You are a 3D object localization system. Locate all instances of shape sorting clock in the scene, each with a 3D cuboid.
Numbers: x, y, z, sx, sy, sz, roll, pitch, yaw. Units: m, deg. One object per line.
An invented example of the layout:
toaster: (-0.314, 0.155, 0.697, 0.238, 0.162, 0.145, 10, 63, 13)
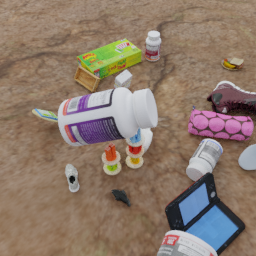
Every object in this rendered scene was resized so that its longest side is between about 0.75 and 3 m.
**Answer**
shape sorting clock: (-3.204, -0.465, 11.030, 1.153, 0.226, 1.153, 20, 12, -4)

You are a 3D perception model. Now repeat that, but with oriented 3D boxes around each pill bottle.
pill bottle: (1.133, 4.032, 6.869, 1.459, 1.459, 2.563, 21, 54, 18)
pill bottle: (-0.581, -0.371, 8.610, 2.784, 1.551, 1.551, -9, 45, 20)
pill bottle: (2.696, 1.150, 9.926, 0.841, 0.841, 1.479, 26, 54, 22)
pill bottle: (1.294, -4.201, 14.373, 0.784, 1.389, 0.784, 0, 48, 0)

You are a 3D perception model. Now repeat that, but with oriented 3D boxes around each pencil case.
pencil case: (3.608, -0.173, 11.051, 2.354, 1.068, 1.103, 11, 27, 7)

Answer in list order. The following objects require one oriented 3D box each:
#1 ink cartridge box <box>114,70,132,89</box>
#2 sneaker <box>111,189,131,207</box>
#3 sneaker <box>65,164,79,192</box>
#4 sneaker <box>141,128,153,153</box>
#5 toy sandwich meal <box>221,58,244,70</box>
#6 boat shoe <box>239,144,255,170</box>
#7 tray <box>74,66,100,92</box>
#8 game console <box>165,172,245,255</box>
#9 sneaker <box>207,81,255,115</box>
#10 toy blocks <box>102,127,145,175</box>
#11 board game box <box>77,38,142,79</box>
ink cartridge box: (-0.229, -2.044, 12.539, 0.706, 0.973, 0.406, -42, 78, -19)
sneaker: (-0.233, 2.331, 9.286, 0.416, 0.240, 0.798, -17, 45, -15)
sneaker: (-1.938, 1.638, 9.713, 0.420, 0.511, 1.110, -15, 49, -14)
sneaker: (0.447, 0.134, 10.820, 0.876, 0.745, 1.979, 19, 38, -11)
toy sandwich meal: (5.320, -3.325, 14.270, 1.087, 0.372, 1.087, 0, 48, 0)
boat shoe: (5.100, 0.776, 10.274, 2.378, 0.812, 0.878, -39, 67, -1)
tray: (-1.930, -2.299, 13.146, 1.377, 0.679, 0.255, 36, 23, 27)
game console: (2.352, 2.660, 8.376, 2.051, 1.767, 1.217, -31, 28, -25)
sneaker: (4.577, -0.833, 11.713, 1.654, 1.084, 2.864, -37, 47, -23)
toy blocks: (-0.171, 0.729, 9.624, 1.540, 1.848, 0.671, -15, 48, -13)
board game box: (-0.914, -3.487, 14.199, 2.923, 0.696, 1.485, -28, 54, -23)
